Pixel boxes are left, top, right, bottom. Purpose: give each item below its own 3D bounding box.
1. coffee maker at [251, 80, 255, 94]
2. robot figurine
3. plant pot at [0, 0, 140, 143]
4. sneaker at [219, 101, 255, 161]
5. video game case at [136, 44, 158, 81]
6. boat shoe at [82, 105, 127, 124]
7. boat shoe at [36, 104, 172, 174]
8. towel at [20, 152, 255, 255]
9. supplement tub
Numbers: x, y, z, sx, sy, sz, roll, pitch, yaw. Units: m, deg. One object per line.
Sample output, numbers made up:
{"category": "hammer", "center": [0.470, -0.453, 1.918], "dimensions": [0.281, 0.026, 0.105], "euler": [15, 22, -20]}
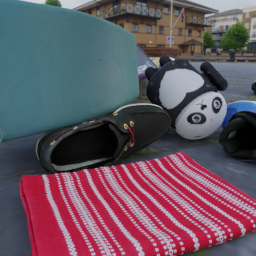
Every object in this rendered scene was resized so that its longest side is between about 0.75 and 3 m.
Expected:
{"category": "coffee maker", "center": [5.971, -1.786, 12.329], "dimensions": [0.968, 0.679, 1.008], "euler": [8, 18, 25]}
{"category": "robot figurine", "center": [1.229, -0.706, 6.278], "dimensions": [1.286, 1.548, 2.060], "euler": [-10, 54, -42]}
{"category": "plant pot", "center": [-1.270, -1.045, 5.232], "dimensions": [2.783, 1.966, 1.967], "euler": [-11, 11, -36]}
{"category": "sneaker", "center": [2.235, -0.025, 5.523], "dimensions": [1.329, 0.917, 2.389], "euler": [3, 20, -20]}
{"category": "video game case", "center": [-0.924, -1.548, 7.654], "dimensions": [2.951, 0.280, 2.108], "euler": [-20, 42, -7]}
{"category": "boat shoe", "center": [-0.517, -0.354, 6.809], "dimensions": [1.020, 0.861, 2.861], "euler": [-8, 18, -28]}
{"category": "boat shoe", "center": [-0.240, 0.195, 4.777], "dimensions": [2.511, 0.918, 0.787], "euler": [-16, 17, -25]}
{"category": "towel", "center": [0.117, 0.869, 3.453], "dimensions": [2.668, 0.300, 1.930], "euler": [-6, 18, -22]}
{"category": "supplement tub", "center": [0.285, -1.283, 8.542], "dimensions": [2.369, 1.713, 1.713], "euler": [6, 17, 19]}
